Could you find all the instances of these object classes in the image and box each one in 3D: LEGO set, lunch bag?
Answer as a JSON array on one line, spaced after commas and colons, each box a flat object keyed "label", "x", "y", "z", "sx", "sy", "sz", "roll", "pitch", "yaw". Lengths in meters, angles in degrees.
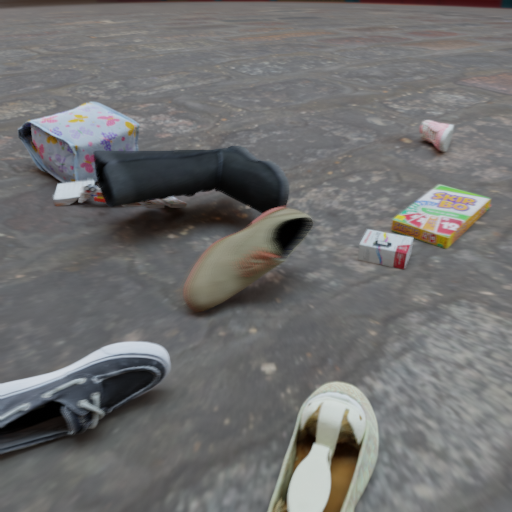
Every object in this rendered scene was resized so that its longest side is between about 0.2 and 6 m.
[{"label": "LEGO set", "x": -2.587, "y": -1.149, "z": 11.385, "sx": 1.477, "sy": 0.485, "sz": 1.978, "roll": -7, "pitch": 24, "yaw": -44}, {"label": "lunch bag", "x": -4.060, "y": -2.633, "z": 12.911, "sx": 2.232, "sy": 1.419, "sz": 1.893, "roll": 31, "pitch": 43, "yaw": 27}]

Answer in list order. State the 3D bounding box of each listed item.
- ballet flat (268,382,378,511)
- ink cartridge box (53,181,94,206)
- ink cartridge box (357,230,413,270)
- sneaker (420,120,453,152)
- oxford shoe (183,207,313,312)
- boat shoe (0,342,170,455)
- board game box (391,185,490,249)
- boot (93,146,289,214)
[{"label": "ballet flat", "x": 0.712, "y": 1.994, "z": 5.490, "sx": 0.923, "sy": 0.853, "sz": 2.736, "roll": 9, "pitch": 31, "yaw": 14}, {"label": "ink cartridge box", "x": -3.785, "y": -1.312, "z": 11.705, "sx": 0.782, "sy": 0.196, "sz": 0.634, "roll": -5, "pitch": 39, "yaw": -6}, {"label": "ink cartridge box", "x": 2.212, "y": -0.119, "z": 9.615, "sx": 0.812, "sy": 0.336, "sz": 0.592, "roll": 12, "pitch": 34, "yaw": 20}, {"label": "sneaker", "x": 4.607, "y": -3.117, "z": 14.501, "sx": 0.827, "sy": 0.595, "sz": 1.582, "roll": 15, "pitch": 27, "yaw": 18}, {"label": "oxford shoe", "x": -0.114, "y": 0.000, "z": 8.317, "sx": 2.267, "sy": 0.799, "sz": 0.848, "roll": -43, "pitch": 19, "yaw": -17}, {"label": "boat shoe", "x": -1.988, "y": 1.620, "z": 6.217, "sx": 2.207, "sy": 0.792, "sz": 0.748, "roll": -13, "pitch": 32, "yaw": -17}, {"label": "board game box", "x": 3.672, "y": -0.849, "z": 10.924, "sx": 1.104, "sy": 0.347, "sz": 2.312, "roll": 23, "pitch": 35, "yaw": 32}, {"label": "boot", "x": -1.209, "y": -1.318, "z": 10.030, "sx": 2.926, "sy": 0.960, "sz": 2.411, "roll": -5, "pitch": 25, "yaw": -28}]
